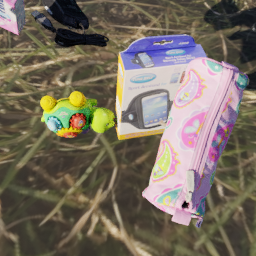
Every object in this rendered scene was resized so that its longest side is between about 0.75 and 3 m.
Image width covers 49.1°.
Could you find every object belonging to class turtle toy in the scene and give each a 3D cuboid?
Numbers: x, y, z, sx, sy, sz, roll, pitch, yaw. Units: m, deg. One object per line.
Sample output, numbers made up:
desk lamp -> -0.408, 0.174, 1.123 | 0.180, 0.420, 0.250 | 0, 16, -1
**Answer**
turtle toy -> -0.993, -0.208, 5.526 | 1.457, 1.062, 0.737 | -7, 77, 2

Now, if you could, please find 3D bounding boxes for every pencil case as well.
pencil case -> 0.949, 0.172, 3.942 | 0.971, 0.971, 2.220 | 19, 82, 14

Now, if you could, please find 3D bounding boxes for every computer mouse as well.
computer mouse -> -1.907, -2.974, 7.513 | 1.879, 0.616, 2.677 | -20, 66, -49

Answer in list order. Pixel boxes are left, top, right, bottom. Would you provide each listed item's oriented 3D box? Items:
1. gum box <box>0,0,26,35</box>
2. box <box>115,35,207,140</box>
gum box -> -2.795, -2.773, 6.376 | 0.732, 1.291, 0.427 | 24, 71, -10
box -> 0.498, -0.614, 4.988 | 1.362, 2.288, 0.475 | -9, 60, -9
